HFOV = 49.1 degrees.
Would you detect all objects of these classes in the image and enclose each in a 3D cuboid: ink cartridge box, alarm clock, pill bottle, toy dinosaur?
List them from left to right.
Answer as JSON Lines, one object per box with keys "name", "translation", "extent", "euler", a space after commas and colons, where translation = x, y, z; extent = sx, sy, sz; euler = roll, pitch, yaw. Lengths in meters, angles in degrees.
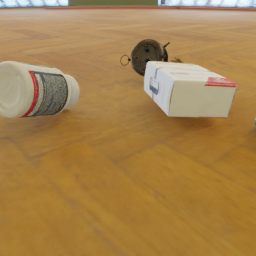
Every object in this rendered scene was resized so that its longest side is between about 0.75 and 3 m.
{"name": "pill bottle", "translation": [-2.233, -0.939, 7.132], "extent": [1.289, 1.289, 2.155], "euler": [13, 11, 23]}
{"name": "alarm clock", "translation": [0.553, -2.482, 10.063], "extent": [1.927, 1.300, 0.642], "euler": [2, 5, 29]}
{"name": "ink cartridge box", "translation": [1.497, -1.087, 7.441], "extent": [1.633, 0.951, 2.243], "euler": [1, 25, -13]}
{"name": "toy dinosaur", "translation": [2.019, -1.549, 9.394], "extent": [2.849, 0.861, 1.513], "euler": [-11, 71, -17]}

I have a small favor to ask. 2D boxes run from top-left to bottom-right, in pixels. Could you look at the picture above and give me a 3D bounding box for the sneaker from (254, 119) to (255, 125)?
{"name": "sneaker", "translation": [3.324, 0.007, 6.402], "extent": [0.605, 0.621, 1.560], "euler": [11, 26, 1]}
